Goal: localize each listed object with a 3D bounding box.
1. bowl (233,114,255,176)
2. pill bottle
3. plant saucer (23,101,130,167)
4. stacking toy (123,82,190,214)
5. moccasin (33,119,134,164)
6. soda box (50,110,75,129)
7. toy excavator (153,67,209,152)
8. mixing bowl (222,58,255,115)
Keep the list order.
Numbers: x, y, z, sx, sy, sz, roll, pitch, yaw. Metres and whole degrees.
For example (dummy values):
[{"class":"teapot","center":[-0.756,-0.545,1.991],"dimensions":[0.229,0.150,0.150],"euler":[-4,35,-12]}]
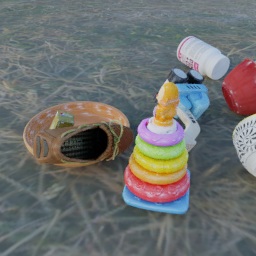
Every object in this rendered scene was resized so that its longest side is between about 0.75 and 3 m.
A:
[{"class":"bowl","center":[3.106,0.613,5.843],"dimensions":[1.876,1.876,0.881],"euler":[13,50,19]},{"class":"pill bottle","center":[3.084,-2.884,11.564],"dimensions":[1.159,1.159,2.044],"euler":[-19,44,-26]},{"class":"plant saucer","center":[-1.334,0.142,7.560],"dimensions":[2.768,0.518,2.768],"euler":[1,34,0]},{"class":"stacking toy","center":[0.640,0.301,5.421],"dimensions":[1.377,2.509,1.456],"euler":[8,32,10]},{"class":"moccasin","center":[-0.619,0.261,5.599],"dimensions":[0.956,0.906,2.477],"euler":[4,-1,36]},{"class":"soda box","center":[-1.666,0.141,6.666],"dimensions":[0.388,1.145,0.366],"euler":[13,38,-29]},{"class":"toy excavator","center":[1.663,-0.499,7.986],"dimensions":[2.344,1.204,2.411],"euler":[-7,53,-38]},{"class":"mixing bowl","center":[3.559,-1.106,8.688],"dimensions":[0.988,1.825,1.825],"euler":[-24,32,10]}]
